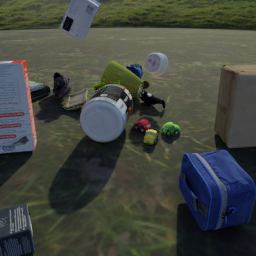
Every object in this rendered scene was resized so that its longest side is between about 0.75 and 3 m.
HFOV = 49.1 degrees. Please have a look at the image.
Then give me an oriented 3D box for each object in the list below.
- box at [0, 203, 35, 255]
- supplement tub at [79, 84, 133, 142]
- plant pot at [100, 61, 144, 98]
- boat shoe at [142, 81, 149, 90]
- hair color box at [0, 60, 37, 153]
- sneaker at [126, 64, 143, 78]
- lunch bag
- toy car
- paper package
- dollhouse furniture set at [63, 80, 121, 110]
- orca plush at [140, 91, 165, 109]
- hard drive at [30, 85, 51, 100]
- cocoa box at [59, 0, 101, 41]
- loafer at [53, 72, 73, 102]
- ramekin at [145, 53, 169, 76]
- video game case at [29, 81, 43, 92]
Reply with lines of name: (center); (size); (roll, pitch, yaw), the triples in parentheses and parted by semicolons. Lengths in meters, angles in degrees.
box: (-2.308, 1.952, 5.121); (1.051, 0.563, 0.780); (-9, 26, -20)
supplement tub: (-0.635, -0.639, 9.679); (1.475, 1.475, 2.408); (4, 25, 9)
plant pot: (-0.198, -2.054, 13.021); (1.704, 1.594, 1.594); (23, 30, 11)
boat shoe: (0.262, -2.125, 14.167); (1.577, 0.582, 0.583); (2, 8, -5)
hair color box: (-3.581, -0.596, 8.169); (1.446, 2.608, 0.834); (-5, 18, -11)
sneaker: (0.583, -3.479, 16.797); (0.790, 0.711, 2.027); (-16, 27, -16)
lunch bag: (1.730, 1.298, 5.837); (1.131, 1.161, 1.709); (-5, 27, -8)
toy car: (1.077, 0.015, 9.593); (1.512, 0.358, 1.607); (-6, 26, -11)
paper package: (4.041, -0.717, 8.745); (2.279, 2.391, 1.237); (-2, 25, -4)
dollhouse furniture set: (-1.410, -1.171, 12.167); (2.581, 0.996, 1.290); (-18, 32, 6)
orca plush: (0.972, -1.115, 12.186); (1.495, 0.532, 0.787); (31, -7, 32)
hard drive: (-5.255, -1.614, 13.043); (1.863, 0.439, 2.670); (15, 29, 30)
cocoa box: (-1.626, -3.825, 9.581); (0.872, 1.308, 0.858); (27, 26, -11)
loafer: (-3.157, -1.964, 12.927); (1.008, 0.883, 2.805); (-43, 22, 5)
ramekin: (1.226, -2.841, 12.419); (1.023, 1.023, 0.537); (18, 14, 34)
video game case: (-5.435, -1.844, 12.695); (2.320, 0.256, 2.112); (16, 29, 31)
